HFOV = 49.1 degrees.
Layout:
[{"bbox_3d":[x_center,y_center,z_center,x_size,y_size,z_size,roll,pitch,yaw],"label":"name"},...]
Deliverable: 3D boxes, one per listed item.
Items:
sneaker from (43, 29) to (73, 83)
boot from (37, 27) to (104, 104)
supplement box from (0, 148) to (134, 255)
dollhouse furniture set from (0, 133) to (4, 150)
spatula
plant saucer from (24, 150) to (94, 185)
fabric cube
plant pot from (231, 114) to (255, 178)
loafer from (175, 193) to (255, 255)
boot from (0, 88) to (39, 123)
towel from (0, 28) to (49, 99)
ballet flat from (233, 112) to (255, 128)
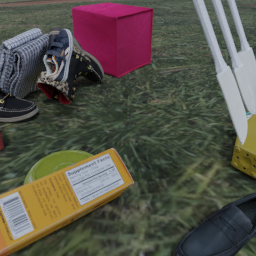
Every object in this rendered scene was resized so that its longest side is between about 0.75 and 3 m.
[{"bbox_3d":[-1.778,-1.871,7.107,0.538,1.371,0.544,8,3,40],"label":"sneaker"},{"bbox_3d":[-2.029,-1.882,10.222,1.073,2.933,2.208,-1,65,26],"label":"boot"},{"bbox_3d":[-1.309,1.364,5.291,2.774,0.923,0.954,-19,71,-30],"label":"supplement box"},{"bbox_3d":[-4.729,-0.278,7.584,1.488,1.124,2.764,-27,51,-35],"label":"dollhouse furniture set"},{"bbox_3d":[1.105,-1.117,3.219,0.179,2.230,1.550,-13,17,41],"label":"spatula"},{"bbox_3d":[-1.452,1.084,6.607,1.990,0.309,1.990,0,31,0],"label":"plant saucer"},{"bbox_3d":[-0.647,-4.172,12.887,2.637,2.595,2.646,23,38,32],"label":"fabric cube"},{"bbox_3d":[3.141,0.542,6.774,1.167,1.133,1.140,-29,42,-30],"label":"plant pot"},{"bbox_3d":[1.829,1.750,5.035,2.342,0.822,0.795,-17,36,-26],"label":"loafer"},{"bbox_3d":[-4.256,-1.317,8.821,2.693,2.028,0.986,9,33,14],"label":"boot"},{"bbox_3d":[-3.641,-2.100,9.917,1.033,2.414,1.999,28,39,-1],"label":"towel"},{"bbox_3d":[4.421,-0.100,8.159,2.897,1.039,1.039,-13,34,-15],"label":"ballet flat"}]
